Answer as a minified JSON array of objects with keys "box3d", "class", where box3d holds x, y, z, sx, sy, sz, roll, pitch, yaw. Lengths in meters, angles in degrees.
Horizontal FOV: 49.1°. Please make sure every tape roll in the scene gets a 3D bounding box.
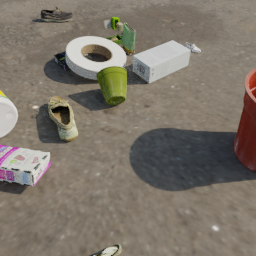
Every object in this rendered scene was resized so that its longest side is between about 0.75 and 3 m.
[{"box3d":[-1.435,-3.200,12.675,2.758,0.504,2.758,8,47,-9],"class":"tape roll"}]

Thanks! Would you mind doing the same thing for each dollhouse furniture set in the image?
[{"box3d":[-0.501,-4.467,13.748,0.975,1.272,1.942,-20,48,-21],"class":"dollhouse furniture set"}]

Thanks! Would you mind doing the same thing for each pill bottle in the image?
[{"box3d":[-5.348,-0.974,9.993,1.645,1.645,2.916,-33,53,-28],"class":"pill bottle"}]

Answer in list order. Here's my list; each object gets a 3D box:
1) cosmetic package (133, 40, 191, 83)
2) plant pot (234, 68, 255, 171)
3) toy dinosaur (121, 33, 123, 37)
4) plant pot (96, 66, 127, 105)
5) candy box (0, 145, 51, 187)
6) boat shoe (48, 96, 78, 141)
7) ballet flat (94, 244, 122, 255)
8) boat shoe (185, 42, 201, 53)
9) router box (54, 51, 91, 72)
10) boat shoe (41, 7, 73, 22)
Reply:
[{"box3d":[1.505,-3.019,12.594,2.398,0.855,1.216,-27,51,-25],"class":"cosmetic package"},{"box3d":[4.523,-0.069,8.417,2.690,2.617,2.690,0,45,0],"class":"plant pot"},{"box3d":[-0.145,-4.837,14.847,0.483,0.364,0.945,10,37,-9],"class":"toy dinosaur"},{"box3d":[-0.554,-1.576,10.938,1.224,1.224,1.179,-8,70,-8],"class":"plant pot"},{"box3d":[-3.401,1.103,8.490,1.734,0.529,1.182,8,26,9],"class":"candy box"},{"box3d":[-2.380,-0.542,10.189,0.866,0.741,2.364,-19,47,-19],"class":"boat shoe"},{"box3d":[-0.627,3.132,6.788,1.068,0.402,0.362,-26,51,-23],"class":"ballet flat"},{"box3d":[3.239,-4.038,14.003,0.890,0.308,0.315,29,52,26],"class":"boat shoe"},{"box3d":[-2.602,-3.270,13.196,1.386,0.362,1.090,-26,51,-24],"class":"router box"},{"box3d":[-4.152,-6.591,16.275,1.891,0.693,0.704,-6,45,-6],"class":"boat shoe"}]
